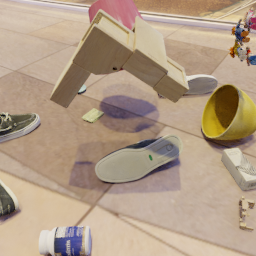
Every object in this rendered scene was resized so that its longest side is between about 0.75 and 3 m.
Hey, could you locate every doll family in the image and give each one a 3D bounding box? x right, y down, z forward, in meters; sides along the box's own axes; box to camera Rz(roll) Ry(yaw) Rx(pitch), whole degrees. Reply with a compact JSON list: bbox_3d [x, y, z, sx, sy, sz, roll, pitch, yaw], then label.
[{"bbox_3d":[3.218,-2.521,7.993,0.716,1.590,0.987,-5,27,9],"label":"doll family"}]

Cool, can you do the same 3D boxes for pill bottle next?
[{"bbox_3d":[-1.460,2.656,6.566,1.132,0.655,0.655,-2,37,-2],"label":"pill bottle"}]

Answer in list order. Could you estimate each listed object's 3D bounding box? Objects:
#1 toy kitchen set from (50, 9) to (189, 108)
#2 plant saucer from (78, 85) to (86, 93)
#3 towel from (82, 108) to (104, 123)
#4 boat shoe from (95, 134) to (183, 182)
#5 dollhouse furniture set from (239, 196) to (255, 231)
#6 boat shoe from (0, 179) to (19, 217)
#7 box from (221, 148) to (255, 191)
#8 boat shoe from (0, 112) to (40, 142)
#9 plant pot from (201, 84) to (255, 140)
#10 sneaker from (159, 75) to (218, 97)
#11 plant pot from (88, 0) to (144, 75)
[{"bbox_3d":[-0.190,-1.513,7.475,2.598,2.344,2.120,29,36,-20],"label":"toy kitchen set"},{"bbox_3d":[-2.308,-1.782,12.823,0.796,0.153,0.796,-1,37,0],"label":"plant saucer"},{"bbox_3d":[-1.388,-0.492,11.130,0.593,0.146,0.800,23,43,26],"label":"towel"},{"bbox_3d":[0.317,0.954,8.803,2.815,1.011,0.952,-19,5,-13],"label":"boat shoe"},{"bbox_3d":[3.150,2.201,7.343,0.382,0.447,0.862,9,38,15],"label":"dollhouse furniture set"},{"bbox_3d":[-3.781,1.727,7.748,1.934,0.695,0.654,32,43,32],"label":"boat shoe"},{"bbox_3d":[3.444,1.238,8.585,0.562,0.467,1.367,-8,38,-11],"label":"box"},{"bbox_3d":[-4.428,-0.085,10.025,2.588,0.824,0.915,-25,44,-30],"label":"boat shoe"},{"bbox_3d":[3.742,-0.388,9.810,1.393,1.962,1.962,18,34,-17],"label":"plant pot"},{"bbox_3d":[2.572,-2.245,12.745,2.695,0.993,1.557,-5,41,-5],"label":"sneaker"},{"bbox_3d":[-0.322,-3.359,10.033,2.492,2.231,2.492,-19,4,1],"label":"plant pot"}]
